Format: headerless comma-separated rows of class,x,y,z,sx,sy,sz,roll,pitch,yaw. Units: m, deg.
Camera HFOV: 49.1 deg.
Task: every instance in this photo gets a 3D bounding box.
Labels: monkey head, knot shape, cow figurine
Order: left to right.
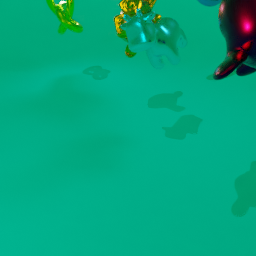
knot shape,-2.263,-4.087,10.227,0.841,1.820,1.703,-26,63,-15
monkey head,0.359,-2.786,7.397,1.368,1.902,1.146,26,12,24
cow figurine,0.587,-1.991,5.919,0.837,1.500,1.525,-7,43,39
monkey head,1.445,-1.127,3.134,1.125,1.866,1.343,25,-15,-14

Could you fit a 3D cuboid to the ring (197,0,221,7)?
ring,2.692,-4.814,8.944,1.728,1.728,0.346,-17,26,-26
